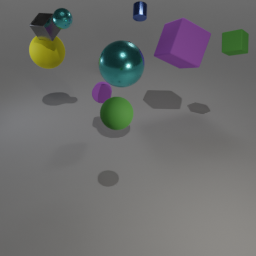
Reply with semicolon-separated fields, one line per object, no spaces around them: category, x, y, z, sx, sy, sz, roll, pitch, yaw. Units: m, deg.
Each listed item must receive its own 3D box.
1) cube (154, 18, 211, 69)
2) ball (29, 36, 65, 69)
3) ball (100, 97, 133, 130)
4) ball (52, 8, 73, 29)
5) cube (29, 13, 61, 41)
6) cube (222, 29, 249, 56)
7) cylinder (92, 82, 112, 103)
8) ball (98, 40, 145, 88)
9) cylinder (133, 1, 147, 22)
cube;2.106;-3.263;11.018;1.400;1.400;1.400;19;2;-24
ball;-3.259;-3.116;11.352;1.400;1.400;1.400;0;31;0
ball;-0.235;-0.306;5.857;0.700;0.700;0.700;0;31;0
ball;-2.305;-3.849;9.861;0.700;0.700;0.700;0;31;0
cube;-3.047;-3.744;10.380;0.700;0.700;0.700;13;64;26
cube;3.759;-2.981;9.822;0.700;0.700;0.700;3;3;40
cylinder;-0.951;-1.319;10.311;0.700;0.700;0.700;-1;17;-1
ball;-0.194;-1.934;8.514;1.400;1.400;1.400;0;31;0
cylinder;0.594;-5.772;13.893;0.700;0.700;0.700;2;-7;0
